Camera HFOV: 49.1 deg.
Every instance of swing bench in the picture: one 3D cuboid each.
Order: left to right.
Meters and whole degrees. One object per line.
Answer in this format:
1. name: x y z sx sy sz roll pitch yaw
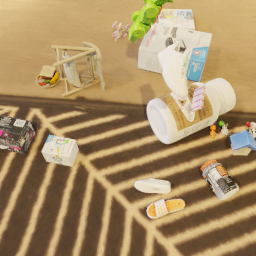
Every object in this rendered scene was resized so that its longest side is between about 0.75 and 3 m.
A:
1. swing bench: -1.913 -2.328 11.098 1.824 1.814 1.183 -10 55 -7

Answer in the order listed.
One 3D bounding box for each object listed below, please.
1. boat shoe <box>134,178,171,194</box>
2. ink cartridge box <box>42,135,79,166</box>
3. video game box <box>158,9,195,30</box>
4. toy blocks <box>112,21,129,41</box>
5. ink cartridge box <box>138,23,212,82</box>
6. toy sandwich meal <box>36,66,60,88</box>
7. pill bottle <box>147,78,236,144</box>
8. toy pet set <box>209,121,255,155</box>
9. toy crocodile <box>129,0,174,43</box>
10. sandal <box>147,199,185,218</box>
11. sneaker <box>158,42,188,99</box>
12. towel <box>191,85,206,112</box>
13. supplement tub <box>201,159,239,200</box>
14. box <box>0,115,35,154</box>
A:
1. boat shoe: 0.800 1.815 9.047 1.156 0.416 0.396 1 33 9
2. ink cartridge box: -2.283 0.778 9.560 0.965 0.705 0.708 10 56 7
3. video game box: 2.410 -5.412 14.160 1.738 0.407 1.584 2 57 1
4. toy blocks: -0.417 -4.598 13.409 0.760 0.710 0.640 20 54 10
5. ink cartridge box: 2.021 -3.357 12.213 2.779 1.163 2.016 15 56 10
6. toy sandwich meal: -3.405 -2.168 11.861 1.109 0.380 1.109 0 55 0
7. pill bottle: 2.286 -0.704 10.031 2.887 1.651 1.651 -23 58 -15
8. toy pet set: 3.839 0.151 9.916 1.629 0.865 1.521 0 54 1
9. toy crocodile: 0.694 -3.927 9.888 0.790 2.560 0.864 11 64 -21
10. sandal: 1.173 2.392 8.632 1.235 0.354 0.473 -14 56 -10
11. sneaker: 1.229 -1.468 6.850 0.694 0.590 1.569 -34 56 30
12. towel: 2.159 -0.900 8.553 0.113 0.552 0.754 17 76 -17
13. supplement tub: 2.899 1.633 8.954 0.720 0.720 1.175 -21 57 -14
14. box: -4.232 0.202 9.887 1.495 0.858 0.988 11 54 6
